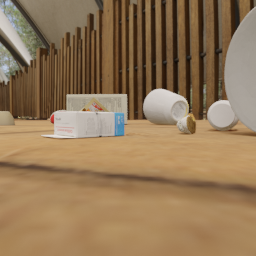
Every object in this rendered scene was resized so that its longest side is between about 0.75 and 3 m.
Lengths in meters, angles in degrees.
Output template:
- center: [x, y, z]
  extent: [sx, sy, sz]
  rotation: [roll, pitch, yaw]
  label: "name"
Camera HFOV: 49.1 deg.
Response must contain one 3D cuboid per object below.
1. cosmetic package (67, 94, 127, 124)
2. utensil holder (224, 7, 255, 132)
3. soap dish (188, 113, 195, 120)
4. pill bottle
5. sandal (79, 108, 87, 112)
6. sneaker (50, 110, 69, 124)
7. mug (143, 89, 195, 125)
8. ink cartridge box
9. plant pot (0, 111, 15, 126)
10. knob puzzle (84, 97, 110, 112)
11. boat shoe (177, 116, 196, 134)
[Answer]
- center: [-1.366, -0.832, 12.853]
  extent: [2.696, 1.394, 1.176]
  rotation: [1, 2, 1]
  label: "cosmetic package"
- center: [3.383, -0.975, 4.695]
  extent: [2.699, 2.294, 2.294]
  rotation: [-3, 3, -17]
  label: "utensil holder"
- center: [3.042, -0.579, 16.586]
  extent: [1.481, 0.601, 1.165]
  rotation: [0, 2, -23]
  label: "soap dish"
- center: [2.353, -0.303, 6.876]
  extent: [0.730, 0.730, 1.301]
  rotation: [1, 2, 22]
  label: "pill bottle"
- center: [-1.071, -0.252, 7.454]
  extent: [1.775, 0.584, 0.651]
  rotation: [1, 2, 19]
  label: "sandal"
- center: [-2.314, -0.390, 11.372]
  extent: [1.648, 0.634, 0.700]
  rotation: [-1, 7, -19]
  label: "sneaker"
- center: [1.967, -0.876, 12.388]
  extent: [2.060, 1.650, 1.691]
  rotation: [-8, 13, -24]
  label: "mug"
- center: [-0.727, -0.063, 4.597]
  extent: [1.208, 0.410, 0.701]
  rotation: [-2, 3, -43]
  label: "ink cartridge box"
- center: [-5.274, -0.408, 11.888]
  extent: [0.885, 0.594, 0.885]
  rotation: [0, 3, 0]
  label: "plant pot"
- center: [-1.275, -0.538, 10.607]
  extent: [1.044, 1.044, 0.145]
  rotation: [0, 5, 11]
  label: "knob puzzle"
- center: [1.114, -0.038, 5.469]
  extent: [0.326, 0.333, 0.941]
  rotation: [0, -7, 20]
  label: "boat shoe"
